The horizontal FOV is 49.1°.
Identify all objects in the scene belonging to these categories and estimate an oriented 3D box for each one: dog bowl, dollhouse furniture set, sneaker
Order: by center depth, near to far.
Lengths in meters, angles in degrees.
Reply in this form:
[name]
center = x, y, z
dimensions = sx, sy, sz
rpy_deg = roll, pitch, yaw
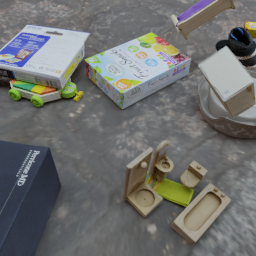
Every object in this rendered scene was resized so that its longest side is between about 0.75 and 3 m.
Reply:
[dollhouse furniture set]
center = 1.090, 1.200, 5.681
dimensions = 1.633, 1.399, 1.717
rpy_deg = -36, 62, -28
[sneaker]
center = 2.531, -2.051, 6.655
dimensions = 0.581, 0.890, 1.590
rpy_deg = -37, 36, 4
[dog bowl]
center = 3.212, -0.756, 7.999
dimensions = 2.526, 0.741, 2.526
rpy_deg = 0, 48, 0

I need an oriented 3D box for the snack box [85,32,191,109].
[snack box]
center = 0.339, -1.971, 9.081
dimensions = 2.825, 0.748, 2.009
rpy_deg = -30, 54, -24

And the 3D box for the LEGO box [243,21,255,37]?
[LEGO box]
center = 5.029, -3.898, 11.117
dimensions = 0.840, 0.324, 0.625
rpy_deg = 12, 49, 11

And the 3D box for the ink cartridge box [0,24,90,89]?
[ink cartridge box]
center = -2.737, -2.391, 9.015
dimensions = 2.428, 0.577, 2.456
rpy_deg = 12, 47, 12

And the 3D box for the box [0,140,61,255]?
[box]
center = -3.108, 1.724, 5.192
dimensions = 2.714, 1.552, 2.981
rpy_deg = 8, 48, 8

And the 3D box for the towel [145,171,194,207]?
[towel]
center = 0.869, 1.373, 6.442
dimensions = 1.213, 0.110, 0.522
rpy_deg = 19, 47, 20

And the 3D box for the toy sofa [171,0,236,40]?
[toy sofa]
center = 2.187, -3.529, 8.325
dimensions = 1.763, 0.860, 0.730
rpy_deg = -29, 63, 24

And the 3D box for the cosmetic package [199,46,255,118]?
[cosmetic package]
center = 1.445, -0.591, 3.970
dimensions = 0.428, 1.203, 0.633
rpy_deg = -35, 70, 16

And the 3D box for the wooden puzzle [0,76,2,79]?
[wooden puzzle]
center = -5.179, -1.498, 8.989
dimensions = 1.803, 0.336, 1.668
rpy_deg = 28, 54, 29

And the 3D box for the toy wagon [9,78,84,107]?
[toy wagon]
center = -2.493, -1.411, 8.778
dimensions = 2.318, 0.459, 1.798
rpy_deg = 17, 50, 15
